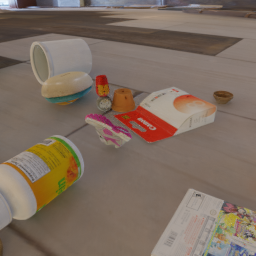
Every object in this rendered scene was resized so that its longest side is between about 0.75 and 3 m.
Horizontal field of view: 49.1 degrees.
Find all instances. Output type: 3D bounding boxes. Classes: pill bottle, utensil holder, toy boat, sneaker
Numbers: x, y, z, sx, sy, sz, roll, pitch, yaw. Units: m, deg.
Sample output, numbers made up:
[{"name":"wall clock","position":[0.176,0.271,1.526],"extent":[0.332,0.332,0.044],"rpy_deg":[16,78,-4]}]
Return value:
[{"name":"pill bottle","position":[-2.189,1.188,6.235],"extent":[1.284,1.284,2.312],"rpy_deg":[18,33,29]},{"name":"utensil holder","position":[-3.195,-3.258,13.560],"extent":[2.343,1.991,1.991],"rpy_deg":[-20,35,-35]},{"name":"toy boat","position":[-1.965,-1.429,11.181],"extent":[2.911,1.353,2.447],"rpy_deg":[7,25,28]},{"name":"sneaker","position":[-0.653,0.137,8.323],"extent":[1.518,0.670,0.617],"rpy_deg":[32,16,-16]}]

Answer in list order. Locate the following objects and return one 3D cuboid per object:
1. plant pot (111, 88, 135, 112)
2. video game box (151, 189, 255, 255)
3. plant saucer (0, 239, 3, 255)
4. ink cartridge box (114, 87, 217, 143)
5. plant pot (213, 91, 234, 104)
[{"name":"plant pot","position":[-0.197,-1.136,11.049],"extent":[0.971,0.680,0.971],"rpy_deg":[-1,30,0]},{"name":"video game box","position":[1.694,2.178,5.340],"extent":[1.849,0.475,2.029],"rpy_deg":[14,32,28]},{"name":"plant saucer","position":[-3.093,2.356,5.176],"extent":[1.414,0.250,1.414],"rpy_deg":[0,27,0]},{"name":"ink cartridge box","position":[1.276,-0.617,10.100],"extent":[2.927,0.734,2.374],"rpy_deg":[-14,32,-29]},{"name":"plant pot","position":[3.896,-1.222,11.516],"extent":[0.801,0.370,0.801],"rpy_deg":[-1,29,0]}]
